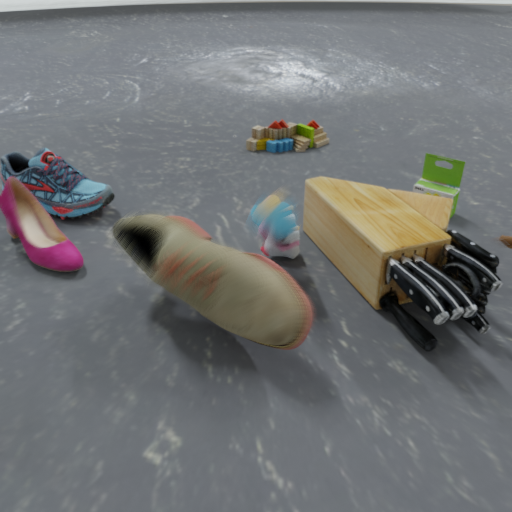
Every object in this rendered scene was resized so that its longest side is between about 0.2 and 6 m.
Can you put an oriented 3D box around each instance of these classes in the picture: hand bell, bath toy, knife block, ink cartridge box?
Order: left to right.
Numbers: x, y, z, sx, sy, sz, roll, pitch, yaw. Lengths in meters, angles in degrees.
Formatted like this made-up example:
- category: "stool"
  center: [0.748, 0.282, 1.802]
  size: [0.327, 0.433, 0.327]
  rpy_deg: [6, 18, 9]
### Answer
- category: "bath toy"
  center: [0.346, -0.432, 9.841]
  size: [0.722, 1.953, 0.849]
  rpy_deg: [-16, 74, 2]
- category: "knife block"
  center: [2.129, 0.058, 9.461]
  size: [3.726, 1.192, 3.271]
  rpy_deg: [14, 35, 20]
- category: "ink cartridge box"
  center: [3.802, -1.460, 11.798]
  size: [0.885, 1.198, 0.454]
  rpy_deg: [20, 38, 28]
- category: "hand bell"
  center: [4.862, -0.047, 9.832]
  size: [1.236, 0.643, 0.643]
  rpy_deg: [25, 37, 5]

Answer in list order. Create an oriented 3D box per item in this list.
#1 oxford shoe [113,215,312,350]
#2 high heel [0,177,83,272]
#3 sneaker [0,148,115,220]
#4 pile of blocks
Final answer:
- category: "oxford shoe"
  center: [-0.823, 0.367, 8.419]
  size: [3.653, 1.287, 1.366]
  rpy_deg: [26, 11, 37]
- category: "high heel"
  center: [-4.004, -0.590, 10.453]
  size: [0.784, 1.117, 2.328]
  rpy_deg: [-21, 42, -41]
- category: "sneaker"
  center: [-4.347, -1.597, 11.915]
  size: [2.709, 1.294, 1.074]
  rpy_deg: [9, 34, 13]
- category: "pile of blocks"
  center: [0.868, -3.257, 14.989]
  size: [2.298, 0.714, 0.943]
  rpy_deg: [-11, 35, -15]
